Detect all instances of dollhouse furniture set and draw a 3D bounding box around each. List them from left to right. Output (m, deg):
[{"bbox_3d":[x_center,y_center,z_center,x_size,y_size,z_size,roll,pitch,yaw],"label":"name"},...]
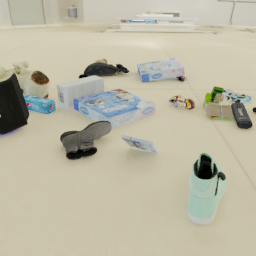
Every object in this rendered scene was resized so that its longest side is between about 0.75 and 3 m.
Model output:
[{"bbox_3d":[4.035,-0.927,12.828,1.085,0.838,2.171,9,46,2],"label":"dollhouse furniture set"}]

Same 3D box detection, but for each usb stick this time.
[{"bbox_3d":[4.865,-0.575,12.062,0.621,0.365,2.239,6,27,10],"label":"usb stick"}]

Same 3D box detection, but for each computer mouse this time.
[{"bbox_3d":[-1.504,-3.928,18.229,2.873,0.757,1.989,-9,23,-16],"label":"computer mouse"}]

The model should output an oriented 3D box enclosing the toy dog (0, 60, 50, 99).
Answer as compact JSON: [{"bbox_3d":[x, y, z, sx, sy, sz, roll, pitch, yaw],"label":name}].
[{"bbox_3d":[-5.244,-2.181,13.646,2.799,1.953,2.714,-4,39,-8],"label":"toy dog"}]

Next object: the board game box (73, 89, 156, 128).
[{"bbox_3d":[-0.611,-0.974,12.570,2.662,0.577,2.649,-20,34,-37],"label":"board game box"}]

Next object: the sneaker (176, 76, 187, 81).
[{"bbox_3d":[3.166,-3.087,17.117,0.407,0.379,0.943,-14,28,-22],"label":"sneaker"}]

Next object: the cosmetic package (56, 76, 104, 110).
[{"bbox_3d":[-2.254,-1.749,13.565,2.224,1.128,0.792,-21,33,-37],"label":"cosmetic package"}]

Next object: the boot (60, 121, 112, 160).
[{"bbox_3d":[-1.294,0.476,9.770,1.985,0.693,1.307,-22,35,-17],"label":"boot"}]

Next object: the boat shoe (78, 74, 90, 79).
[{"bbox_3d":[-2.133,-2.416,15.443,0.810,0.694,2.214,-15,32,-29],"label":"boat shoe"}]

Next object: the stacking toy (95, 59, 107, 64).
[{"bbox_3d":[-1.839,-4.498,19.639,0.812,0.812,1.903,1,20,3],"label":"stacking toy"}]

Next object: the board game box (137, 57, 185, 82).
[{"bbox_3d":[2.004,-3.726,17.779,2.602,0.567,2.615,-11,27,1],"label":"board game box"}]

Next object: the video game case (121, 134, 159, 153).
[{"bbox_3d":[0.417,0.528,9.210,1.061,0.138,1.166,13,-14,19],"label":"video game case"}]

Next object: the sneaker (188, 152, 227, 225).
[{"bbox_3d":[2.173,1.152,7.349,0.918,1.471,2.494,8,26,19],"label":"sneaker"}]

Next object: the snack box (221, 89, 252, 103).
[{"bbox_3d":[5.412,-1.626,14.284,0.839,0.268,1.444,-16,31,-29],"label":"snack box"}]

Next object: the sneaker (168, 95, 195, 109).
[{"bbox_3d":[2.519,-1.148,13.137,0.647,0.538,1.436,-23,27,-23],"label":"sneaker"}]

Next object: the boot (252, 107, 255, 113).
[{"bbox_3d":[6.289,-0.734,12.575,1.032,0.353,0.971,-7,19,-31],"label":"boot"}]

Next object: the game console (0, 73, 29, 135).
[{"bbox_3d":[-4.648,-0.966,10.861,1.664,1.892,1.101,-29,31,-34],"label":"game console"}]

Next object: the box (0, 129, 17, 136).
[{"bbox_3d":[-5.731,-0.335,11.366,2.781,0.577,1.656,20,33,37],"label":"box"}]

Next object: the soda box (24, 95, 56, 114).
[{"bbox_3d":[-4.168,-1.098,12.935,1.638,0.525,0.555,13,30,24],"label":"soda box"}]
